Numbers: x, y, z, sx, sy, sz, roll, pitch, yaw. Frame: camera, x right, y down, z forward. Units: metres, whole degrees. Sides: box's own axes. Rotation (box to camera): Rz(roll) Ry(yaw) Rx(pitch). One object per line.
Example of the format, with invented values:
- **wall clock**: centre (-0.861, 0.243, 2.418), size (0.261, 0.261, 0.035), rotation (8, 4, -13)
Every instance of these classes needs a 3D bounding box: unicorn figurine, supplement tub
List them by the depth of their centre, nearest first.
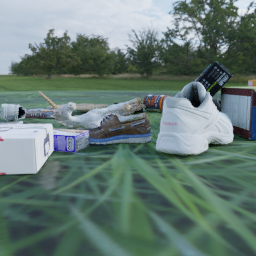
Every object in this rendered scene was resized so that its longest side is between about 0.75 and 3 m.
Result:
- **unicorn figurine**: centre (-0.723, -0.358, 7.944), size (2.012, 1.082, 2.929), rotation (-6, -9, 27)
- **supplement tub**: centre (1.470, -1.125, 12.877), size (1.469, 0.785, 0.785), rotation (7, 12, 39)

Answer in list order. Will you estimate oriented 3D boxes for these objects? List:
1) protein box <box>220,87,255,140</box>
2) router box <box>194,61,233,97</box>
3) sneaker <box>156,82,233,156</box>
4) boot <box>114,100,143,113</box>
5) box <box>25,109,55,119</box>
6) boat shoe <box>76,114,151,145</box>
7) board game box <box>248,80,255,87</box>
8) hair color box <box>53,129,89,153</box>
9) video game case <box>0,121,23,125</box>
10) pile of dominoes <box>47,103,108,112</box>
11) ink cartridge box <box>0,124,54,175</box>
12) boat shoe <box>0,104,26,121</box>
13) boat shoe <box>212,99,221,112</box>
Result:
- **protein box**: centre (3.609, -0.459, 7.338), size (1.793, 1.218, 1.806), rotation (-1, 9, -5)
- **router box**: centre (2.068, -0.989, 8.428), size (0.641, 2.063, 1.546), rotation (42, 14, 0)
- **sneaker**: centre (1.570, -0.289, 5.905), size (1.059, 1.350, 2.718), rotation (6, 11, 33)
- **boot**: centre (0.011, -0.932, 12.503), size (1.265, 0.571, 1.544), rotation (-2, 12, -1)
- **box**: centre (-3.244, -0.579, 11.029), size (1.471, 0.293, 1.007), rotation (2, 9, 14)
- **boat shoe**: centre (-0.348, 0.003, 6.349), size (1.756, 0.636, 0.634), rotation (-2, 9, -11)
- **board game box**: centre (5.134, -0.924, 9.554), size (1.434, 1.435, 1.433), rotation (-2, 9, -14)
- **hair color box**: centre (-1.459, 0.234, 5.784), size (1.172, 0.380, 0.640), rotation (5, 9, 16)
- **video game case**: centre (-3.893, -0.101, 8.657), size (1.025, 0.113, 0.935), rotation (-2, 9, -6)
- **pile of dominoes**: centre (-2.080, -0.790, 12.104), size (1.841, 0.376, 2.362), rotation (4, 10, 16)
- **ink cartridge box**: centre (-1.870, 0.302, 4.694), size (0.990, 0.576, 1.367), rotation (-1, 9, -5)
- **boat shoe**: centre (-3.710, -0.474, 9.272), size (0.628, 0.615, 1.764), rotation (6, 0, -11)
- **boat shoe**: centre (3.175, -0.738, 9.872), size (0.529, 0.626, 1.756), rotation (-15, 0, 14)
